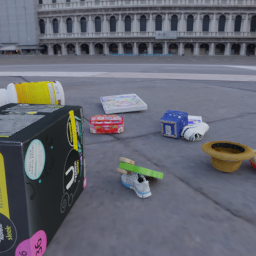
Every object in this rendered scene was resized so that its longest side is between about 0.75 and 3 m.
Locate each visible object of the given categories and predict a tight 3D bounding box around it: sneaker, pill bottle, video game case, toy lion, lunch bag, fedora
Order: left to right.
[{"bbox_3d":[-4.083,-1.197,11.685,2.588,1.414,1.414,-9,19,-28],"label":"pill bottle"},{"bbox_3d":[-0.737,-0.091,9.677,1.178,0.483,1.037,-1,21,-3],"label":"lunch bag"},{"bbox_3d":[-0.293,-1.206,13.406,1.868,0.235,2.608,-7,19,-9],"label":"video game case"},{"bbox_3d":[0.169,1.068,5.771,0.341,0.395,0.911,-12,19,-32],"label":"sneaker"},{"bbox_3d":[0.289,0.904,5.952,0.908,0.325,0.948,14,-7,12],"label":"toy lion"},{"bbox_3d":[2.245,0.161,8.961,1.236,0.472,0.497,-16,38,-38],"label":"sneaker"},{"bbox_3d":[2.373,0.703,6.744,1.323,0.539,1.323,0,14,0],"label":"fedora"}]

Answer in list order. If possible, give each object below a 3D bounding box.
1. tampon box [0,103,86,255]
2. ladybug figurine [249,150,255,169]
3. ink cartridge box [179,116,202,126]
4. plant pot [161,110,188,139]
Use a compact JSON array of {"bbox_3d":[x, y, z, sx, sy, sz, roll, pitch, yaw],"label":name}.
[{"bbox_3d":[-1.755,0.666,4.616,1.502,1.783,2.379,2,16,8],"label":"tampon box"},{"bbox_3d":[3.244,0.810,6.679,0.690,0.366,1.017,1,16,4],"label":"ladybug figurine"},{"bbox_3d":[2.045,-0.214,10.325,1.322,0.287,1.309,6,17,11],"label":"ink cartridge box"},{"bbox_3d":[1.473,-0.093,9.088,0.761,0.761,0.685,11,29,34],"label":"plant pot"}]
